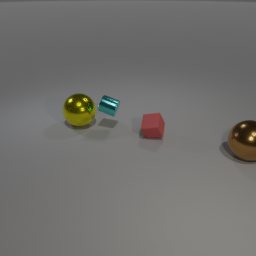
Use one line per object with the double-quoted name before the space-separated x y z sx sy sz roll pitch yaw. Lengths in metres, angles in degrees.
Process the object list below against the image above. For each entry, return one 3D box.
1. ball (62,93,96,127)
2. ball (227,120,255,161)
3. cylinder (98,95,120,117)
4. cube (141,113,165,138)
"ball" -2.039 -0.755 11.765 1.400 1.400 1.400 0 28 0
"ball" 4.152 0.422 9.594 1.400 1.400 1.400 0 28 0
"cylinder" -0.760 -0.893 11.320 0.700 0.700 0.700 22 31 3
"cube" 0.977 -0.089 10.879 0.700 0.700 0.700 -5 54 24
